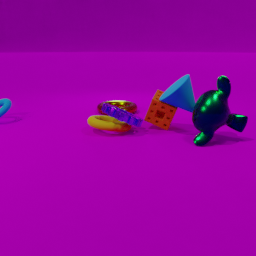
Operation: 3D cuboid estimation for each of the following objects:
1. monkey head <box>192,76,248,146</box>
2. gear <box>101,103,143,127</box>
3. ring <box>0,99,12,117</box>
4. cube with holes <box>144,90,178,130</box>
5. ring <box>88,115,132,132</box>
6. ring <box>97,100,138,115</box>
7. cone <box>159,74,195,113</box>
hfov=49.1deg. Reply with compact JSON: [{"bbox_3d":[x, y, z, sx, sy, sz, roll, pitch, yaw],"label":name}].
[{"bbox_3d":[2.219,-0.308,6.774,1.251,1.739,1.048,23,6,24],"label":"monkey head"},{"bbox_3d":[-0.156,-0.357,7.633,1.147,0.212,1.147,23,8,-3],"label":"gear"},{"bbox_3d":[-4.110,-0.544,8.708,1.060,0.212,1.060,-18,36,13],"label":"ring"},{"bbox_3d":[0.980,-0.524,7.960,0.724,0.724,0.724,23,33,5],"label":"cube with holes"},{"bbox_3d":[-0.508,-0.132,7.779,1.231,0.246,1.231,8,10,-1],"label":"ring"},{"bbox_3d":[-0.382,-0.722,9.970,1.462,0.292,1.462,0,17,0],"label":"ring"},{"bbox_3d":[1.533,-0.709,7.407,0.995,0.999,0.995,-41,10,9],"label":"cone"}]
